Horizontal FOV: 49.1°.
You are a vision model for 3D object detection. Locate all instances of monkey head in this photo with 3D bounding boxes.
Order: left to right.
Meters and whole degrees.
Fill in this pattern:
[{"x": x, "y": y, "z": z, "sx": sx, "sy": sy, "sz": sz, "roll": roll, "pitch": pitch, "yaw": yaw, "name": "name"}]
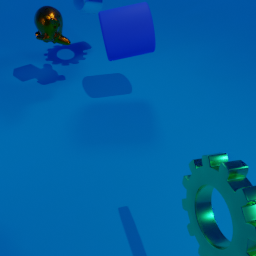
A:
[{"x": -2.150, "y": -2.978, "z": 8.182, "sx": 1.169, "sy": 0.979, "sz": 1.624, "roll": 11, "pitch": 27, "yaw": -29, "name": "monkey head"}]

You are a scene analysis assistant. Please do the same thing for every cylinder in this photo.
[{"x": -1.445, "y": -4.574, "z": 10.104, "sx": 0.782, "sy": 0.782, "sz": 0.782, "roll": -13, "pitch": 39, "yaw": -42, "name": "cylinder"}, {"x": -0.027, "y": -2.596, "z": 7.603, "sx": 1.311, "sy": 1.311, "sz": 1.311, "roll": -12, "pitch": 41, "yaw": 0, "name": "cylinder"}]

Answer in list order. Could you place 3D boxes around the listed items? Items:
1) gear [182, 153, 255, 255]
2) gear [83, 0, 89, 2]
[{"x": 0.957, "y": 0.888, "z": 2.885, "sx": 0.227, "sy": 1.225, "sz": 1.225, "roll": -5, "pitch": 41, "yaw": -18, "name": "gear"}, {"x": -1.556, "y": -4.643, "z": 8.348, "sx": 1.765, "sy": 0.327, "sz": 1.765, "roll": 21, "pitch": 55, "yaw": -33, "name": "gear"}]
